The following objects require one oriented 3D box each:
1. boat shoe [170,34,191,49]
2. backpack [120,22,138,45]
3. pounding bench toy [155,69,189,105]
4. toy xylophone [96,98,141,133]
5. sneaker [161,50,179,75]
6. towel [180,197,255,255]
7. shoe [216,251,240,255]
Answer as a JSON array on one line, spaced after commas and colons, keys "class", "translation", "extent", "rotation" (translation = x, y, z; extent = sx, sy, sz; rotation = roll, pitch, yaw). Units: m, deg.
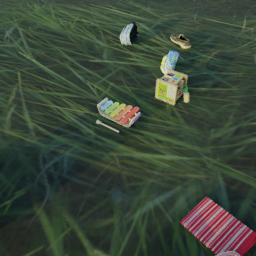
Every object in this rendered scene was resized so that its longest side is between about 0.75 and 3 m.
[{"class": "boat shoe", "translation": [2.701, -4.527, 14.232], "extent": [0.546, 0.503, 1.529], "rotation": [-18, 45, -18]}, {"class": "backpack", "translation": [0.065, -4.680, 14.202], "extent": [0.876, 0.930, 1.140], "rotation": [-4, 48, 9]}, {"class": "pounding bench toy", "translation": [1.900, -1.513, 10.651], "extent": [1.360, 0.845, 1.060], "rotation": [25, 47, 25]}, {"class": "toy xylophone", "translation": [-0.391, -0.445, 9.795], "extent": [1.607, 0.404, 1.177], "rotation": [18, 46, 20]}, {"class": "sneaker", "translation": [1.836, -2.885, 12.118], "extent": [0.584, 0.811, 1.543], "rotation": [22, 39, -17]}, {"class": "towel", "translation": [2.185, 2.461, 6.766], "extent": [1.094, 0.170, 1.513], "rotation": [-32, 49, -28]}, {"class": "shoe", "translation": [1.681, 2.951, 5.651], "extent": [1.697, 0.772, 0.606], "rotation": [-22, 49, -15]}]
